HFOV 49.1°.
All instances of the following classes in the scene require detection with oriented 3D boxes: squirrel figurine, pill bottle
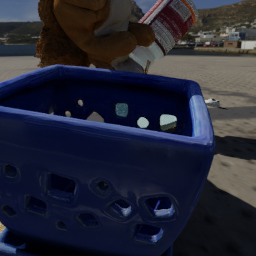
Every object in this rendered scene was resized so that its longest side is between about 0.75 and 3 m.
[{"bbox_3d":[-0.780,-1.999,6.731,2.972,2.773,2.103,8,42,28],"label":"squirrel figurine"},{"bbox_3d":[1.105,-3.475,10.152,2.696,1.539,1.539,-47,25,0],"label":"pill bottle"}]

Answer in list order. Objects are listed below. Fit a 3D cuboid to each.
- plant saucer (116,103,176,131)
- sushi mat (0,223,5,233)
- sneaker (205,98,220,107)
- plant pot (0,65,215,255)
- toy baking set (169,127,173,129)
[{"bbox_3d":[0.623,-0.364,9.071,2.785,0.536,2.785,-6,24,2],"label":"plant saucer"},{"bbox_3d":[-1.082,1.462,4.783,1.219,0.154,2.549,18,26,41],"label":"sushi mat"},{"bbox_3d":[3.739,-1.187,12.582,0.346,0.336,0.948,-13,22,-35],"label":"sneaker"},{"bbox_3d":[-0.361,0.534,3.876,2.526,2.271,2.526,8,22,8],"label":"plant pot"},{"bbox_3d":[1.333,-0.301,10.085,1.805,0.274,2.352,13,22,26],"label":"toy baking set"}]
